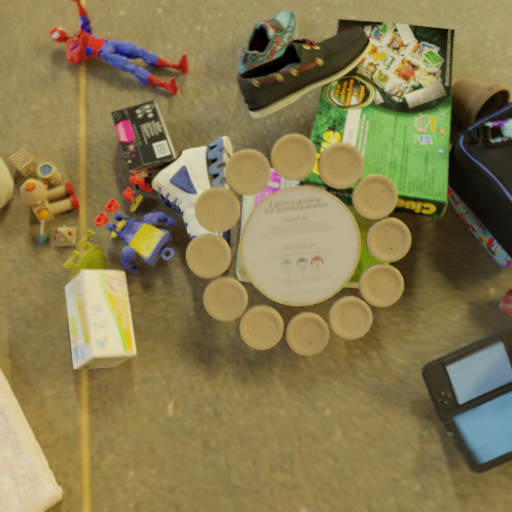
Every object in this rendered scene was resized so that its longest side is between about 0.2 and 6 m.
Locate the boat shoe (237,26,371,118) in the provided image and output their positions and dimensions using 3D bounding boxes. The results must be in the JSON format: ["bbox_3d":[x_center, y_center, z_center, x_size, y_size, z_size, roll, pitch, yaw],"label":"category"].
[{"bbox_3d":[0.953,-3.703,10.774,2.783,0.872,1.018,-30,35,-4],"label":"boat shoe"}]

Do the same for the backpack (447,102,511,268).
[{"bbox_3d":[5.416,-1.622,10.235,3.150,2.119,2.876,-33,73,-10],"label":"backpack"}]

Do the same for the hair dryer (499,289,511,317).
[{"bbox_3d":[6.076,1.144,9.652,3.481,2.651,0.946,7,114,15],"label":"hair dryer"}]

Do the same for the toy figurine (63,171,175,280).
[{"bbox_3d":[-2.214,-0.216,10.280,1.391,1.225,2.322,31,74,4],"label":"toy figurine"}]

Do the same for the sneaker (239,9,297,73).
[{"bbox_3d":[0.326,-4.689,12.005,0.746,0.899,1.881,30,73,10],"label":"sneaker"}]

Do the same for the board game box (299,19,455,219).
[{"bbox_3d":[2.470,-2.902,10.886,2.539,0.568,4.845,11,57,7],"label":"board game box"}]

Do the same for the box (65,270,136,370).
[{"bbox_3d":[-2.735,1.101,9.785,0.785,0.871,1.548,4,64,-40],"label":"box"}]

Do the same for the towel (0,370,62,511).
[{"bbox_3d":[-5.448,3.529,9.221,3.440,0.555,3.286,-32,73,-10],"label":"towel"}]

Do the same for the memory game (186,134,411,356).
[{"bbox_3d":[0.707,-0.136,9.345,3.774,0.240,3.774,0,99,-1],"label":"memory game"}]

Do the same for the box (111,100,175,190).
[{"bbox_3d":[-2.190,-2.195,11.147,0.944,0.820,1.429,-18,71,-8],"label":"box"}]

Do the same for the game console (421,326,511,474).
[{"bbox_3d":[3.940,2.310,9.172,1.865,1.104,1.592,-24,106,0],"label":"game console"}]

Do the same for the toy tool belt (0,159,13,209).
[{"bbox_3d":[-6.099,-1.204,10.247,1.850,1.821,2.963,41,75,13],"label":"toy tool belt"}]

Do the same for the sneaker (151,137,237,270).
[{"bbox_3d":[-1.201,-0.954,10.691,1.506,1.053,2.608,-3,75,12],"label":"sneaker"}]

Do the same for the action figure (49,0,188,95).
[{"bbox_3d":[-3.055,-4.492,11.681,3.063,1.516,0.999,18,71,9],"label":"action figure"}]

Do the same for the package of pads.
[{"bbox_3d":[1.073,-0.540,10.488,2.749,0.937,2.123,4,72,1],"label":"package of pads"}]

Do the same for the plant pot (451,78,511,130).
[{"bbox_3d":[4.443,-3.154,11.455,1.091,1.091,0.952,-32,56,-11],"label":"plant pot"}]

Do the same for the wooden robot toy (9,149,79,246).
[{"bbox_3d":[-4.078,-1.256,10.698,0.995,1.025,2.258,-25,72,-8],"label":"wooden robot toy"}]
